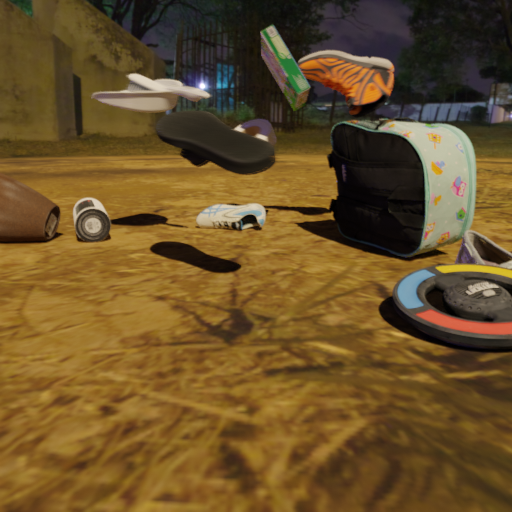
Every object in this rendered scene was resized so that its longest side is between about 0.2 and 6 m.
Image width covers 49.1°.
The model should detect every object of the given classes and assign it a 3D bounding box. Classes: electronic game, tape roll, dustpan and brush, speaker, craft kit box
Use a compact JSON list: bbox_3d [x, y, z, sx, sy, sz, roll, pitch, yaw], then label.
[{"bbox_3d":[3.030,0.606,7.684,2.273,0.473,2.273,-3,22,1],"label":"electronic game"},{"bbox_3d":[-0.115,-3.107,15.001,1.274,0.446,1.274,-15,45,15],"label":"tape roll"},{"bbox_3d":[-2.034,-3.486,11.960,2.575,0.737,1.797,28,37,26],"label":"dustpan and brush"},{"bbox_3d":[-4.122,-0.919,13.974,0.837,0.837,2.062,-4,14,-18],"label":"speaker"},{"bbox_3d":[0.681,-4.490,13.559,0.410,1.691,1.670,-31,0,4],"label":"craft kit box"}]

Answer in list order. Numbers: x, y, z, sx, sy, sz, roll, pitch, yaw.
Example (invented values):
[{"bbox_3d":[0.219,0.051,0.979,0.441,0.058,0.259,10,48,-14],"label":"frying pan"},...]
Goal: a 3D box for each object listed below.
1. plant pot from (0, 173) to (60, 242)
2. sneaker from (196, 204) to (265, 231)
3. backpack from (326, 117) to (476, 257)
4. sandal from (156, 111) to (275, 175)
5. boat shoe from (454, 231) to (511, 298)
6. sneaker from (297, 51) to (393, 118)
[{"bbox_3d":[-5.650,-1.002,13.132,1.839,1.719,1.719,16,14,0],"label":"plant pot"},{"bbox_3d":[-0.689,-0.958,14.667,1.876,0.674,0.680,-6,47,10],"label":"sneaker"},{"bbox_3d":[3.270,-1.527,12.107,2.514,2.883,3.280,-8,18,-16],"label":"backpack"},{"bbox_3d":[-0.768,-1.732,9.080,1.005,0.640,2.675,-27,42,-27],"label":"sandal"},{"bbox_3d":[4.037,0.214,9.196,0.908,0.790,2.463,-2,15,-5],"label":"boat shoe"},{"bbox_3d":[2.136,-4.188,13.751,2.399,1.344,0.930,7,-11,9],"label":"sneaker"}]
